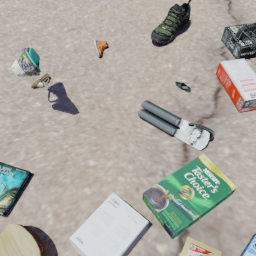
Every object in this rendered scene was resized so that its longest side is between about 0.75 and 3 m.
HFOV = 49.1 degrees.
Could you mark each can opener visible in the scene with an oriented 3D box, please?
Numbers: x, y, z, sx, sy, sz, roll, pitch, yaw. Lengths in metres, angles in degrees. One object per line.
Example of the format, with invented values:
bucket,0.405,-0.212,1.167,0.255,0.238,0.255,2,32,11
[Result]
can opener,1.678,-0.126,10.151,2.831,0.745,0.941,29,22,19

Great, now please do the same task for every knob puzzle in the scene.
knob puzzle,1.863,3.609,7.409,1.206,0.167,1.206,0,51,0

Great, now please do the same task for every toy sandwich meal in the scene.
toy sandwich meal,-3.170,3.631,6.848,2.558,0.876,2.558,0,47,0

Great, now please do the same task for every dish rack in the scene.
dish rack,6.010,-3.733,12.073,1.812,0.644,2.362,-22,59,-14

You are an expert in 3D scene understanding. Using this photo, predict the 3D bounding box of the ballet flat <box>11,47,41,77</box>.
ballet flat,-3.294,-2.031,9.053,0.892,0.892,2.479,-14,25,-11

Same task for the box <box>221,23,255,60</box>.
box,5.445,-4.056,13.118,1.393,0.732,1.701,-12,53,-9

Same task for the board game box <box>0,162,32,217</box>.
board game box,-4.414,1.737,8.799,2.254,0.317,1.525,14,53,11

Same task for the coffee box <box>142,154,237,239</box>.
coffee box,1.842,1.965,8.463,2.494,0.548,1.534,-27,56,-20

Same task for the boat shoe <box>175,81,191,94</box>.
boat shoe,2.274,-1.746,11.586,0.308,0.273,0.824,-29,57,-21

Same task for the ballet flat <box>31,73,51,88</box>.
ballet flat,-3.609,-1.930,11.754,0.357,0.334,0.986,37,54,4

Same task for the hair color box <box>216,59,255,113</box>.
hair color box,4.603,-1.765,11.316,1.186,0.716,2.337,-8,51,-7

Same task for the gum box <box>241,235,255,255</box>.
gum box,3.394,4.277,6.610,2.253,0.591,2.651,36,60,25

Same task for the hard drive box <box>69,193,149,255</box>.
hard drive box,-0.493,2.892,7.651,1.360,0.670,1.745,35,59,24

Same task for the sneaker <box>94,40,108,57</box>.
sneaker,-1.218,-3.781,13.089,0.654,0.453,1.167,-10,52,-7

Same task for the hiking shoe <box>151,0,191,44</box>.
hiking shoe,2.077,-5.235,13.589,1.097,1.459,2.898,31,58,22
